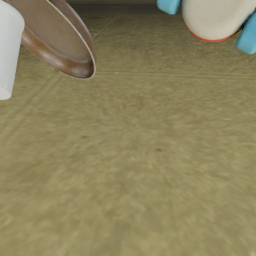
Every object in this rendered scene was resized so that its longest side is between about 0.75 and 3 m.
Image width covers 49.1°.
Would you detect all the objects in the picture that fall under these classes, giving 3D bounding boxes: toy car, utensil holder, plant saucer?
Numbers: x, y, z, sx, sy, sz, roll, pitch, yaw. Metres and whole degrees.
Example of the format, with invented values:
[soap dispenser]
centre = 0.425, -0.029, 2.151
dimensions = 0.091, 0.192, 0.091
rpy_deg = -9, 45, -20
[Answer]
[toy car]
centre = 2.332, -3.048, 6.675
dimensions = 2.375, 2.279, 2.577
rpy_deg = 32, 15, 11
[utensil holder]
centre = -1.405, -0.737, 2.692
dimensions = 0.680, 0.800, 0.680
rpy_deg = 4, -10, 1
[plant saucer]
centre = -1.449, -1.766, 4.932
dimensions = 2.330, 2.330, 0.374
rpy_deg = 23, 69, 33
